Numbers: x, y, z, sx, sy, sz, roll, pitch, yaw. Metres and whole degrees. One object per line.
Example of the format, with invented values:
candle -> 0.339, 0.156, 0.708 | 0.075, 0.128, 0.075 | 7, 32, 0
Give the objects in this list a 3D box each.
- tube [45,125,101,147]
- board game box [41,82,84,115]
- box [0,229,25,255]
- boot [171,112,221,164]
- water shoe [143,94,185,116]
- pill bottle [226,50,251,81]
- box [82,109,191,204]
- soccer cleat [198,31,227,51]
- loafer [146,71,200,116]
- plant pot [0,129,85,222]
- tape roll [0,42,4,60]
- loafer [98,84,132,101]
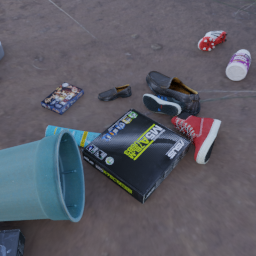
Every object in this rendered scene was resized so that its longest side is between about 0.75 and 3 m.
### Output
tube -> -1.806, 0.298, 9.205 | 1.735, 0.437, 0.672 | 11, 61, 0
board game box -> -2.460, -1.144, 10.623 | 0.941, 0.240, 1.389 | 23, 51, 19
box -> -3.422, 3.573, 6.025 | 1.976, 0.537, 2.467 | -4, 47, -4
boot -> 1.994, 0.237, 8.929 | 1.548, 0.777, 2.146 | 17, 36, 16
water shoe -> 1.280, -0.853, 10.105 | 1.653, 0.591, 0.652 | 27, 38, 35
pill bottle -> 4.642, -2.665, 11.659 | 0.807, 0.807, 1.437 | 20, 50, 18
box -> 0.278, 0.707, 8.666 | 2.394, 0.589, 2.479 | 31, 54, 27
soccer cleat -> 3.846, -4.157, 13.211 | 1.963, 0.673, 0.836 | -29, 43, -27
loafer -> 1.706, -1.550, 10.506 | 0.969, 0.963, 2.663 | -33, 55, -27
plant pot -> -2.485, 1.345, 7.096 | 2.268, 2.315, 2.315 | -9, 47, 2
tape roll -> -6.487, -3.421, 12.537 | 1.671, 0.552, 1.671 | 1, 47, -1
loafer -> -0.514, -1.385, 10.686 | 1.327, 0.480, 0.483 | -15, 50, -13
